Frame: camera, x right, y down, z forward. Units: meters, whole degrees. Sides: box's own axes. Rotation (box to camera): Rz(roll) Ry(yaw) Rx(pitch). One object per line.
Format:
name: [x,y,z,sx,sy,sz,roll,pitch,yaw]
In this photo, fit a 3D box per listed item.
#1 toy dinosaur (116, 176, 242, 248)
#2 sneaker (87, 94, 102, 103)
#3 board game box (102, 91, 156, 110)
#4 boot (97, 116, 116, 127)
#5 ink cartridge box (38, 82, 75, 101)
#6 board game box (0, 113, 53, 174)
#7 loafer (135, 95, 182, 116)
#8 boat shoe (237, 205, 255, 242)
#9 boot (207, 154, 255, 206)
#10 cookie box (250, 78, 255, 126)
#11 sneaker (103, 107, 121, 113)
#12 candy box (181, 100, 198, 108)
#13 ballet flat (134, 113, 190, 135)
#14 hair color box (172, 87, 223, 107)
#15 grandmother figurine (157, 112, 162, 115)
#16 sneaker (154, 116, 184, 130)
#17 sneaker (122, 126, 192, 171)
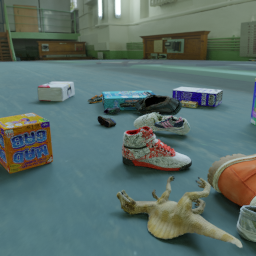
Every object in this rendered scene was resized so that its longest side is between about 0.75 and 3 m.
toy dinosaur: [0.976,1.512,4.941,2.518,0.733,1.273,6,32,43]
sneaker: [-1.717,-1.552,14.874,0.990,0.382,0.387,-14,24,-34]
board game box: [0.076,-1.386,13.920,2.607,0.612,1.968,-2,17,-8]
boot: [-0.833,-0.249,10.923,0.414,0.319,0.854,-1,24,-40]
ink cartridge box: [-4.032,-2.101,15.877,1.431,0.830,1.939,2,19,8]
board game box: [-2.819,0.344,7.465,1.159,1.159,1.160,-14,22,-37]
loafer: [1.091,-1.079,11.677,0.820,0.936,2.606,36,-16,-33]
boat shoe: [2.670,1.545,4.690,1.645,0.528,0.606,0,17,0]
boot: [3.189,1.038,5.767,2.694,1.011,1.445,-15,24,-16]
cookie box: [5.188,-0.860,10.282,0.669,1.780,1.522,0,17,0]
sneaker: [-0.712,-0.745,12.518,0.769,0.286,0.336,-3,19,28]
candy box: [3.028,-1.194,13.965,0.824,0.228,0.475,9,21,26]
ballet flat: [1.159,-0.232,9.886,2.059,0.715,0.715,8,19,20]
hair color box: [3.613,-1.653,14.609,2.298,0.745,1.256,8,18,31]
grandmother figurine: [1.447,-0.731,12.423,0.581,0.290,0.959,8,16,39]
sneaker: [1.331,-0.205,9.184,1.034,0.424,0.363,3,21,31]
sneaker: [0.737,0.507,7.238,1.842,0.987,0.615,4,18,13]
